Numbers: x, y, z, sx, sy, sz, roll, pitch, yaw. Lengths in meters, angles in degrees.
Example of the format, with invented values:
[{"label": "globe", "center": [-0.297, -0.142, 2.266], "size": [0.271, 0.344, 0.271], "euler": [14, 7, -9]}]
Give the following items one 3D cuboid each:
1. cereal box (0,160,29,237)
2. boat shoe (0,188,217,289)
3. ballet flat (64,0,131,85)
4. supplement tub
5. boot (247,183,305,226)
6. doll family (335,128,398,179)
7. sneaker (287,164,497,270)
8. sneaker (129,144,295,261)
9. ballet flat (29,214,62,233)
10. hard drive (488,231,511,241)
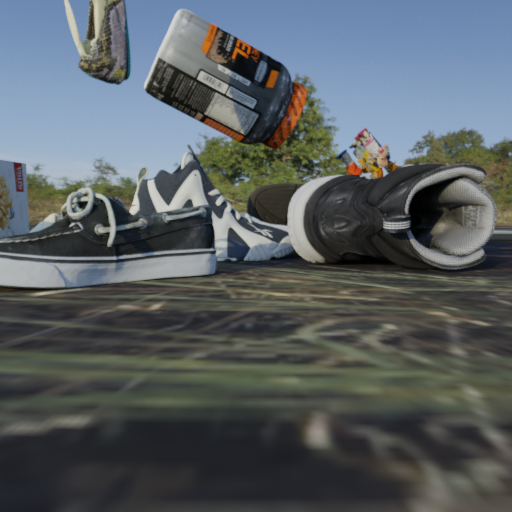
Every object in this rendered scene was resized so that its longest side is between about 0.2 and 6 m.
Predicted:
[{"label": "cereal box", "center": [-5.174, -1.005, 10.549], "size": [0.466, 1.696, 2.357], "euler": [0, 5, 13]}, {"label": "boat shoe", "center": [-1.420, -0.188, 5.027], "size": [2.496, 0.852, 0.922], "euler": [-3, 5, -34]}, {"label": "ballet flat", "center": [-1.791, -3.077, 6.342], "size": [0.769, 2.138, 0.769], "euler": [2, 8, 0]}, {"label": "supplement tub", "center": [-0.516, -3.029, 9.957], "size": [2.602, 1.594, 1.594], "euler": [24, -3, -17]}, {"label": "boot", "center": [1.051, -0.598, 9.320], "size": [2.721, 0.996, 2.049], "euler": [5, 4, -10]}, {"label": "doll family", "center": [2.420, -2.048, 11.582], "size": [0.737, 1.015, 1.636], "euler": [-37, -3, -18]}, {"label": "sneaker", "center": [2.198, -0.484, 6.810], "size": [3.414, 1.288, 1.943], "euler": [-10, 10, -35]}, {"label": "sneaker", "center": [-0.554, -0.727, 7.620], "size": [2.393, 1.557, 0.955], "euler": [0, 5, -8]}, {"label": "ballet flat", "center": [-2.299, -0.216, 7.009], "size": [1.758, 0.625, 0.608], "euler": [0, 0, 9]}, {"label": "hard drive", "center": [6.109, -0.481, 13.415], "size": [1.397, 0.230, 0.975], "euler": [3, 5, 34]}]
